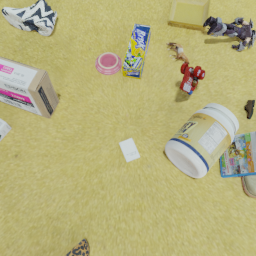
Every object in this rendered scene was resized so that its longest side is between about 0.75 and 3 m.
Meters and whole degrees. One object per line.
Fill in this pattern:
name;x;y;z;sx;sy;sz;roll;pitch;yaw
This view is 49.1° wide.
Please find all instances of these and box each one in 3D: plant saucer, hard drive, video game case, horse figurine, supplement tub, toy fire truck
plant saucer;2.976;-5.628;13.610;1.869;0.453;1.870;11;66;6
hard drive;0.058;0.855;10.869;0.555;0.112;0.842;-20;68;-9
video game case;4.416;0.912;10.078;2.213;0.197;1.584;-14;60;36
horse figurine;2.219;-3.450;12.661;0.918;0.346;1.385;-5;60;-15
supplement tub;2.699;0.419;10.165;1.743;1.743;2.414;40;72;16
plant saucer;-0.873;-2.924;12.472;1.194;0.303;1.194;0;65;-1
toy fire truck;2.440;-1.877;10.934;0.712;1.269;1.066;21;96;32

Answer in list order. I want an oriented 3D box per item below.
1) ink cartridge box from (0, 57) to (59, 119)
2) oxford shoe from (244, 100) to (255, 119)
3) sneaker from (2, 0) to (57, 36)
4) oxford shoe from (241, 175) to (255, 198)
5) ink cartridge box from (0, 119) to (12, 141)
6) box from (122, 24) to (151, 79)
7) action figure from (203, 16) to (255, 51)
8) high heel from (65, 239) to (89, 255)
ink cartridge box;-4.225;-1.591;10.847;2.623;2.161;0.985;19;67;9
oxford shoe;4.978;-0.754;11.524;0.383;0.329;0.906;8;63;22
sneaker;-4.512;-5.468;13.250;2.467;0.985;1.606;17;66;7
oxford shoe;4.845;1.154;10.231;0.978;1.020;2.764;16;67;7
ink cartridge box;-5.474;0.193;10.900;1.028;0.592;1.409;31;69;13
box;0.406;-3.421;12.426;0.856;0.786;2.445;11;67;5
action figure;4.816;-4.428;12.788;2.581;0.896;1.680;8;62;-16
high heel;-2.368;4.155;8.966;2.125;0.759;1.515;17;72;-10
